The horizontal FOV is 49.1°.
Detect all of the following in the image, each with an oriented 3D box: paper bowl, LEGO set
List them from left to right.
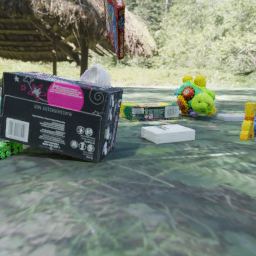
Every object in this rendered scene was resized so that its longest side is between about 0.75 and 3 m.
[{"bbox_3d":[-1.899,-2.102,15.421,1.316,2.531,2.531,33,-9,-32],"label":"paper bowl"},{"bbox_3d":[4.122,-0.251,8.679,1.025,1.103,2.688,7,13,36],"label":"LEGO set"}]

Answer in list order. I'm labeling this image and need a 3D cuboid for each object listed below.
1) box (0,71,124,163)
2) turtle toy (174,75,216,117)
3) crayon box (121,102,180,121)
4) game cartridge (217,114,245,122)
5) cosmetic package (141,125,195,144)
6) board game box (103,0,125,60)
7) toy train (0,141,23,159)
[{"bbox_3d":[-1.574,-0.358,6.885,2.555,1.688,1.466,12,14,11],"label":"box"},{"bbox_3d":[3.076,-1.301,12.841,1.378,1.987,2.727,-29,18,-13],"label":"turtle toy"},{"bbox_3d":[0.942,-0.799,12.803,2.214,0.645,1.910,-3,11,-15],"label":"crayon box"},{"bbox_3d":[4.650,-0.451,12.130,1.320,0.270,0.878,-2,15,-9],"label":"game cartridge"},{"bbox_3d":[1.211,0.168,8.560,1.323,0.342,0.998,-5,14,-23],"label":"cosmetic package"},{"bbox_3d":[-0.445,-3.434,8.817,0.266,1.408,2.735,-18,-15,-6],"label":"board game box"},{"bbox_3d":[-2.960,0.515,6.636,0.263,0.356,1.261,5,11,19],"label":"toy train"}]
